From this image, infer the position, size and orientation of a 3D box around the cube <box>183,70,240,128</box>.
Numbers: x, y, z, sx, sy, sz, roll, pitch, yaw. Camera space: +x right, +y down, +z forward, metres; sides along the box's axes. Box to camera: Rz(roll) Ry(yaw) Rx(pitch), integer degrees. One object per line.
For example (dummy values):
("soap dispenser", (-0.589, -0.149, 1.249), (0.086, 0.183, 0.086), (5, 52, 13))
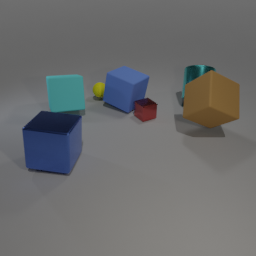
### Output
("cube", (2.987, -0.974, 10.087), (1.400, 1.400, 1.400), (18, 68, -25))

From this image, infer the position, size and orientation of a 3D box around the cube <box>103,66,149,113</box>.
("cube", (-0.088, -1.758, 12.479), (1.400, 1.400, 1.400), (27, 35, 22))

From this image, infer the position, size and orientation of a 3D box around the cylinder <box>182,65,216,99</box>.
("cylinder", (3.191, -1.977, 12.639), (1.400, 1.400, 1.400), (6, -2, 0))

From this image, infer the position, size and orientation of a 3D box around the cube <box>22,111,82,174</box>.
("cube", (-2.318, 0.410, 8.844), (1.400, 1.400, 1.400), (7, 26, 5))

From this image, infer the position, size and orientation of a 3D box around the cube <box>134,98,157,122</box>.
("cube", (0.735, -0.774, 11.769), (0.700, 0.700, 0.700), (-17, 35, -27))

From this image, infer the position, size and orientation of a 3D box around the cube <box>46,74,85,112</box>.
("cube", (-2.681, -1.516, 11.968), (1.400, 1.400, 1.400), (-7, 15, -17))

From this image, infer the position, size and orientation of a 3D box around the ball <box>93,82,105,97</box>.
("ball", (-1.321, -1.803, 13.238), (0.700, 0.700, 0.700), (0, 30, 0))
